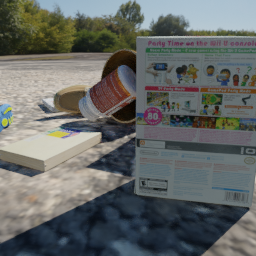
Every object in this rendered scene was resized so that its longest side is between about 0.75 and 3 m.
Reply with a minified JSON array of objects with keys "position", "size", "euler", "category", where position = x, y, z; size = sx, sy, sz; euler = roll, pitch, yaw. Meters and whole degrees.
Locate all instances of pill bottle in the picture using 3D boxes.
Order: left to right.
[{"position":[-0.609,-1.054,9.068],"size":[1.999,1.122,1.122],"euler":[-30,2,28],"category":"pill bottle"}]

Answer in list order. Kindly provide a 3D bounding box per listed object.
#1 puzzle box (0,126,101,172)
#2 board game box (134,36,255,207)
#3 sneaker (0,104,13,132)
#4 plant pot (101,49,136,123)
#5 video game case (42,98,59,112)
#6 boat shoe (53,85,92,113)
[{"position":[-1.794,0.418,6.845],"size":[1.412,0.270,2.123],"euler":[8,18,28],"category":"puzzle box"},{"position":[1.101,-0.141,4.609],"size":[1.924,2.607,0.838],"euler":[4,18,10],"category":"board game box"},{"position":[-4.199,-0.191,8.106],"size":[1.031,0.882,2.489],"euler":[-8,12,1],"category":"sneaker"},{"position":[0.736,-1.496,9.871],"size":[2.536,2.363,2.363],"euler":[-10,19,-42],"category":"plant pot"},{"position":[-2.403,-1.070,11.877],"size":[2.085,0.247,1.898],"euler":[-8,18,-26],"category":"video game case"},{"position":[-1.289,-1.082,10.547],"size":[2.945,1.049,0.950],"euler":[-8,18,-30],"category":"boat shoe"}]
